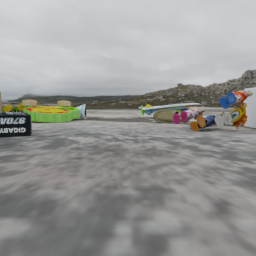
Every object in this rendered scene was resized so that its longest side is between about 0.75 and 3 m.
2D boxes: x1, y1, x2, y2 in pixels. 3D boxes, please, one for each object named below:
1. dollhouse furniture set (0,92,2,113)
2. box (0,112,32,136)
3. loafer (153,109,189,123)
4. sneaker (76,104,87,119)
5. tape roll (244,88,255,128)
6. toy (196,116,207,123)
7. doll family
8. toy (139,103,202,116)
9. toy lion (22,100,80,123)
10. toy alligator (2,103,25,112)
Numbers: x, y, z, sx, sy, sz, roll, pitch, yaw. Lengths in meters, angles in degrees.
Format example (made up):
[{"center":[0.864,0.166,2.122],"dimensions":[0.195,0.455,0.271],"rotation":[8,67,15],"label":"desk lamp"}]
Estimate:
[{"center":[-2.807,-0.483,4.860],"dimensions":[1.032,0.457,0.535],"rotation":[1,6,0],"label":"dollhouse furniture set"},{"center":[-2.873,-0.086,5.429],"dimensions":[1.820,0.419,1.446],"rotation":[-2,5,-24],"label":"box"},{"center":[1.429,-0.392,9.135],"dimensions":[1.210,0.460,0.408],"rotation":[0,-1,7],"label":"loafer"},{"center":[-2.171,-0.694,12.194],"dimensions":[0.733,0.634,1.693],"rotation":[-6,5,-6],"label":"sneaker"},{"center":[4.433,-0.509,6.983],"dimensions":[2.903,1.015,2.903],"rotation":[0,4,0],"label":"tape roll"},{"center":[2.167,-0.208,7.933],"dimensions":[0.688,0.282,1.196],"rotation":[-2,4,2],"label":"toy"},{"center":[1.996,-0.230,6.336],"dimensions":[1.851,0.834,1.149],"rotation":[-19,-2,41],"label":"doll family"},{"center":[1.964,-0.777,12.804],"dimensions":[2.789,0.658,1.606],"rotation":[-2,7,-5],"label":"toy"},{"center":[-2.715,-0.538,10.162],"dimensions":[2.266,0.778,2.172],"rotation":[-3,13,-40],"label":"toy lion"},{"center":[-4.644,-0.541,11.022],"dimensions":[2.126,0.511,0.705],"rotation":[-7,-23,2],"label":"toy alligator"}]
